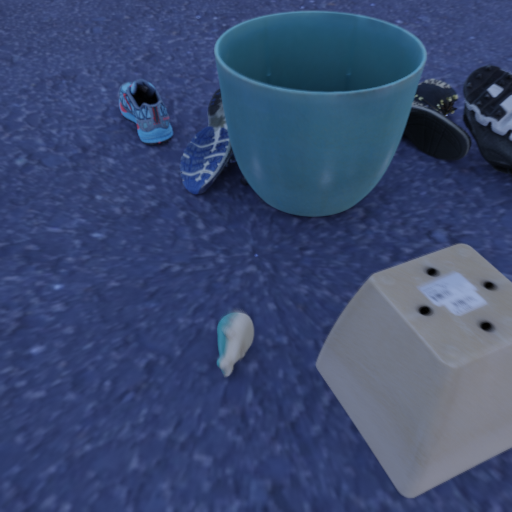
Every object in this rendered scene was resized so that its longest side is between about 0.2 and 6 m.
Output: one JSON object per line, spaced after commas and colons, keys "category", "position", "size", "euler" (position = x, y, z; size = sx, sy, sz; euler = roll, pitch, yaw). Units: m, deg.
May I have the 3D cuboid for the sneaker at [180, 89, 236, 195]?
{"category": "sneaker", "position": [-0.610, -2.134, 11.000], "size": [0.938, 1.037, 2.435], "euler": [12, 67, 31]}

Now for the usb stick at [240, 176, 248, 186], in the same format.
{"category": "usb stick", "position": [-0.138, -1.567, 10.946], "size": [0.163, 0.096, 0.588], "euler": [39, 45, -6]}

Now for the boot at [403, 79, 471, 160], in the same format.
{"category": "boot", "position": [3.908, -3.039, 12.012], "size": [1.850, 0.884, 2.450], "euler": [-28, 50, -30]}

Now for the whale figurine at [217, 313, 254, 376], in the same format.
{"category": "whale figurine", "position": [-0.366, 1.178, 7.616], "size": [0.450, 0.690, 0.867], "euler": [7, 57, 26]}

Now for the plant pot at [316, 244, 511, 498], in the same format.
{"category": "plant pot", "position": [2.203, 1.144, 6.732], "size": [2.137, 1.894, 2.139], "euler": [-17, 46, -18]}

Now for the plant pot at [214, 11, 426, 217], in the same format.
{"category": "plant pot", "position": [1.005, -2.362, 9.896], "size": [3.385, 2.717, 3.385], "euler": [0, 41, 0]}

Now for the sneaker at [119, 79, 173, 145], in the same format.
{"category": "sneaker", "position": [-2.415, -3.418, 12.239], "size": [0.914, 1.101, 2.305], "euler": [-20, 46, -20]}

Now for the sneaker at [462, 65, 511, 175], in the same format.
{"category": "sneaker", "position": [5.250, -1.972, 10.587], "size": [1.190, 1.620, 3.580], "euler": [-41, 76, -1]}
